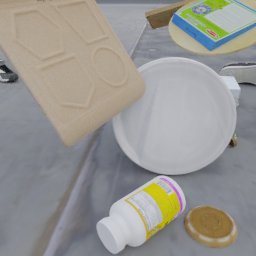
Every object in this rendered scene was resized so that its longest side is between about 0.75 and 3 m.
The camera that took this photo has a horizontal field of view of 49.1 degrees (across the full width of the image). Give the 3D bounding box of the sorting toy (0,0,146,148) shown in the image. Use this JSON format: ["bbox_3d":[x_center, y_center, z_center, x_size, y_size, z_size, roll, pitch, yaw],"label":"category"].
[{"bbox_3d":[-0.947,-1.263,4.842,0.470,2.575,2.384,-20,13,44],"label":"sorting toy"}]

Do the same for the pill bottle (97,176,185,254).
[{"bbox_3d":[0.241,1.532,5.006,1.578,0.823,0.823,-23,37,-35],"label":"pill bottle"}]

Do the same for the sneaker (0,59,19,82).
[{"bbox_3d":[-5.577,-2.588,12.379,1.939,0.877,0.644,21,36,33],"label":"sneaker"}]

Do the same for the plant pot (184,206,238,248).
[{"bbox_3d":[1.550,1.792,5.253,0.981,0.135,0.981,0,30,0],"label":"plant pot"}]

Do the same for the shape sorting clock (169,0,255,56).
[{"bbox_3d":[2.272,-2.671,7.162,2.455,0.482,2.455,-6,51,7],"label":"shape sorting clock"}]

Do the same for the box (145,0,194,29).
[{"bbox_3d":[1.354,-3.510,8.702,1.480,0.157,1.210,-10,-2,16],"label":"box"}]

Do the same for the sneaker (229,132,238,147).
[{"bbox_3d":[2.942,0.237,7.897,0.366,0.273,0.814,-9,27,-7],"label":"sneaker"}]

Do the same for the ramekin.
[{"bbox_3d":[1.010,-0.352,6.653,2.718,2.718,1.266,1,19,2],"label":"ramekin"}]

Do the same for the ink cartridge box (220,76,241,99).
[{"bbox_3d":[3.352,-1.687,11.194,1.926,0.455,1.542,6,30,7],"label":"ink cartridge box"}]

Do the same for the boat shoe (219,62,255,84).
[{"bbox_3d":[5.274,-2.290,11.822,2.697,0.996,0.814,4,33,24],"label":"boat shoe"}]

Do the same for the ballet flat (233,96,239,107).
[{"bbox_3d":[2.654,-0.928,9.180,2.932,1.054,1.054,-15,32,-29],"label":"ballet flat"}]
